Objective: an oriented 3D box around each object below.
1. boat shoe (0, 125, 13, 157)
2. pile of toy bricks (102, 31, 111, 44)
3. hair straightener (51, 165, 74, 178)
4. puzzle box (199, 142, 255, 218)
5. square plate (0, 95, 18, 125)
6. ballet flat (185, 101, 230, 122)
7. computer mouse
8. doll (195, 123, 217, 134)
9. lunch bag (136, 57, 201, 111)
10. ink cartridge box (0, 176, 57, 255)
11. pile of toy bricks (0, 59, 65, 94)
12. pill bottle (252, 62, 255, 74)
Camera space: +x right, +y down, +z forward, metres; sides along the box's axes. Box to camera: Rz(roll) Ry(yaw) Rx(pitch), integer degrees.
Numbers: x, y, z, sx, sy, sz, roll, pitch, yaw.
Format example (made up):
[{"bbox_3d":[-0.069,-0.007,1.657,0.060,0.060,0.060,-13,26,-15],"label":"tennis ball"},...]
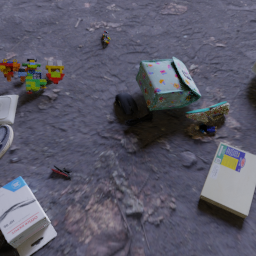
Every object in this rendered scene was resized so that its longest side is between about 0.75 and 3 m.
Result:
[{"bbox_3d":[-5.052,0.640,10.131,0.888,1.102,2.377,11,56,8],"label":"boat shoe"},{"bbox_3d":[-1.053,-4.641,14.387,0.390,0.438,0.790,17,32,-36],"label":"pile of toy bricks"},{"bbox_3d":[-2.304,1.531,10.067,0.871,0.178,0.335,20,57,14],"label":"hair straightener"},{"bbox_3d":[3.657,1.736,9.842,1.593,0.304,2.395,23,58,16],"label":"puzzle box"},{"bbox_3d":[-5.507,-0.782,11.687,1.607,0.229,1.592,-4,55,-3],"label":"square plate"},{"bbox_3d":[3.272,-0.565,11.300,1.914,0.724,0.612,-15,99,-8],"label":"ballet flat"},{"bbox_3d":[0.290,-0.964,11.645,1.328,0.435,1.891,-11,52,-15],"label":"computer mouse"},{"bbox_3d":[3.087,0.036,11.120,0.812,0.197,0.554,9,54,6],"label":"doll"},{"bbox_3d":[1.757,-1.880,11.726,2.310,1.409,1.968,-9,58,-18],"label":"lunch bag"},{"bbox_3d":[-3.364,2.784,8.830,1.275,0.746,2.198,-33,61,-21],"label":"ink cartridge box"},{"bbox_3d":[-4.181,-2.140,12.190,2.663,1.477,1.315,-3,82,-21],"label":"pile of toy bricks"},{"bbox_3d":[6.794,-2.279,11.980,1.469,1.469,2.570,-37,62,-23],"label":"pill bottle"}]
